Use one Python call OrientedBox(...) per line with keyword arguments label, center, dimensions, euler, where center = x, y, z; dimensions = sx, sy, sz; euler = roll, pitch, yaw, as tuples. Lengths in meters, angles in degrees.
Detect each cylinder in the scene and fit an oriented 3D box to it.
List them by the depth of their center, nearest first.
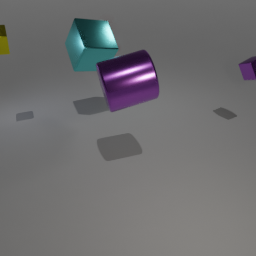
OrientedBox(label="cylinder", center=(-0.026, -1.288, 7.712), dimensions=(1.400, 1.400, 1.400), euler=(-18, 33, -6))

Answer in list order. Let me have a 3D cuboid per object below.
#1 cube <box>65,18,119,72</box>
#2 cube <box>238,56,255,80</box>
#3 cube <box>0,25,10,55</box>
OrientedBox(label="cube", center=(-1.426, -3.145, 10.762), dimensions=(1.400, 1.400, 1.400), euler=(-9, 69, -32))
OrientedBox(label="cube", center=(4.803, -2.284, 10.665), dimensions=(0.700, 0.700, 0.700), euler=(-29, 15, -10))
OrientedBox(label="cube", center=(-4.366, -2.911, 9.278), dimensions=(0.700, 0.700, 0.700), euler=(-11, 55, -21))
